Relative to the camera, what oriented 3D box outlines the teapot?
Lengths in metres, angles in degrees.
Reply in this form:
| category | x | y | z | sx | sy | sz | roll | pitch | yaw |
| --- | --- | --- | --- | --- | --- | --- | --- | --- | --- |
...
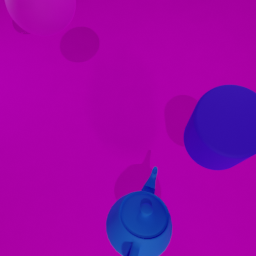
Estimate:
| category | x | y | z | sx | sy | sz | roll | pitch | yaw |
| --- | --- | --- | --- | --- | --- | --- | --- | --- | --- |
| teapot | 0.252 | 1.598 | 4.995 | 1.214 | 0.956 | 1.953 | 17 | 47 | 3 |

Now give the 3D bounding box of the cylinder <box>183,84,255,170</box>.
| category | x | y | z | sx | sy | sz | roll | pitch | yaw |
| --- | --- | --- | --- | --- | --- | --- | --- | --- | --- |
| cylinder | 1.532 | 0.042 | 4.511 | 1.126 | 1.126 | 1.126 | -1 | 72 | 3 |

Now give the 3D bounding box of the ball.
| category | x | y | z | sx | sy | sz | roll | pitch | yaw |
| --- | --- | --- | --- | --- | --- | --- | --- | --- | --- |
| ball | -1.619 | -2.383 | 5.235 | 1.268 | 1.268 | 1.268 | 0 | 67 | 0 |
